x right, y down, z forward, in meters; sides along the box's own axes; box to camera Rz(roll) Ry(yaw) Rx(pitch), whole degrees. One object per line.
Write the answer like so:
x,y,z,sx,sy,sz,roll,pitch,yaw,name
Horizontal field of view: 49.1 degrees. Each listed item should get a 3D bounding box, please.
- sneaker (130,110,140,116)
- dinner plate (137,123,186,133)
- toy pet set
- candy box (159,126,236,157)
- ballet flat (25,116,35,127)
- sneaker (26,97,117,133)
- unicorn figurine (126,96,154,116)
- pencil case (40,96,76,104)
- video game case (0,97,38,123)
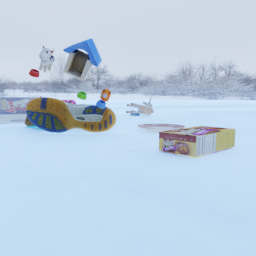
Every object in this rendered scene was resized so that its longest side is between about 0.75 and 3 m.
0.420,-0.843,15.598,0.267,0.318,0.810,3,6,35,sneaker
1.114,0.001,9.429,1.620,0.196,1.620,0,8,0,dinner plate
-1.341,-1.881,8.271,2.282,1.212,2.131,25,25,-5,toy pet set
1.585,0.257,6.319,1.668,0.471,0.973,-5,8,-43,candy box
-3.085,-0.326,10.010,1.910,0.691,0.648,7,10,43,ballet flat
-1.823,-0.338,9.290,2.923,1.100,1.288,10,3,2,sneaker
0.813,-1.097,15.945,1.725,0.927,2.511,4,21,-16,unicorn figurine
-3.744,-1.056,14.509,2.392,1.086,1.121,7,8,29,pencil case
-4.931,-0.878,12.743,2.432,0.307,2.669,-3,25,-31,video game case
